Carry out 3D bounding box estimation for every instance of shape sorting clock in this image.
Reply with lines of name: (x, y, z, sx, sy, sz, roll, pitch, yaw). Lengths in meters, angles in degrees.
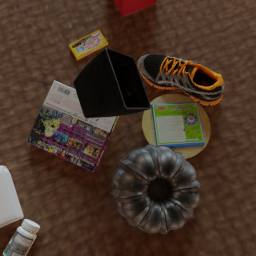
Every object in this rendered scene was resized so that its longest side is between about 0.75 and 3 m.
shape sorting clock: (1.450, -0.077, 8.399, 2.084, 0.409, 2.084, 2, 73, -7)

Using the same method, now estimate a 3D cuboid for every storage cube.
storage cube: (0.146, -4.908, 9.323, 1.610, 1.447, 1.376, -26, 75, -8)

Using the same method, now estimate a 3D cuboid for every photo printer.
photo printer: (-3.788, 1.944, 7.703, 1.392, 0.581, 1.673, -22, 75, -6)

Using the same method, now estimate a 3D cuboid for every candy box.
candy box: (-1.318, -2.783, 9.356, 1.167, 0.154, 0.596, -30, 78, -8)

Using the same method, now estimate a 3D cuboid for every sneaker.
sneaker: (1.643, -1.674, 8.535, 2.821, 1.090, 1.104, 21, 77, 9)

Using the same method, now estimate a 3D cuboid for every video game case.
video game case: (-1.569, -0.067, 8.221, 2.209, 0.395, 2.002, 23, 86, 7)

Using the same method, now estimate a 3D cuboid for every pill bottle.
pill bottle: (-2.791, 2.975, 7.411, 0.554, 0.554, 0.979, 27, 75, 8)

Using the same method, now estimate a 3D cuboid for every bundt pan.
bundt pan: (0.793, 1.626, 7.363, 2.465, 0.925, 2.465, 1, 84, -5)

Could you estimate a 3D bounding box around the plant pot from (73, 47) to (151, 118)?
plant pot: (-0.458, -0.904, 6.819, 1.271, 1.433, 1.429, -22, 84, 26)
